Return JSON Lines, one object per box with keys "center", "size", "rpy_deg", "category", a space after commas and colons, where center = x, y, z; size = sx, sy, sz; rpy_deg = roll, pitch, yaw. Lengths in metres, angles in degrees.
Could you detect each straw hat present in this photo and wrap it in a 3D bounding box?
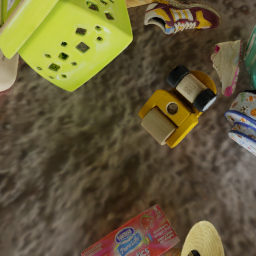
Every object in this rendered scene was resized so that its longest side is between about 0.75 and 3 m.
{"center": [1.237, 3.251, 6.133], "size": [1.013, 2.393, 2.393], "rpy_deg": [-11, 60, 40], "category": "straw hat"}

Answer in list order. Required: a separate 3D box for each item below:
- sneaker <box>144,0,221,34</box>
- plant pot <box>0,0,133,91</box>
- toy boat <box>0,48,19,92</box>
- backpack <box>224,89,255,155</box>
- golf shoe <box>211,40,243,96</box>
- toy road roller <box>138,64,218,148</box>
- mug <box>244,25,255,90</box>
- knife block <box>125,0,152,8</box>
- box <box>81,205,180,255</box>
{"center": [1.734, -3.472, 9.161], "size": [2.416, 0.906, 1.089], "rpy_deg": [20, 76, 15], "category": "sneaker"}
{"center": [-1.815, -3.002, 7.357], "size": [2.731, 2.479, 2.718], "rpy_deg": [-31, 57, 33], "category": "plant pot"}
{"center": [-4.169, -1.956, 8.441], "size": [1.275, 1.272, 1.950], "rpy_deg": [-15, 63, 27], "category": "toy boat"}
{"center": [3.426, -0.093, 7.307], "size": [1.796, 1.886, 1.453], "rpy_deg": [43, 87, 19], "category": "backpack"}
{"center": [2.955, -1.835, 8.573], "size": [0.912, 0.750, 1.992], "rpy_deg": [9, 63, 18], "category": "golf shoe"}
{"center": [1.509, -0.599, 7.841], "size": [1.323, 1.571, 2.153], "rpy_deg": [46, 112, 17], "category": "toy road roller"}
{"center": [4.150, -2.123, 7.986], "size": [1.403, 1.865, 2.269], "rpy_deg": [18, 69, 10], "category": "mug"}
{"center": [-0.227, -4.974, 8.898], "size": [2.714, 2.383, 0.868], "rpy_deg": [-15, 69, -6], "category": "knife block"}
{"center": [0.071, 2.722, 6.428], "size": [2.009, 1.002, 0.959], "rpy_deg": [-30, 70, -11], "category": "box"}
